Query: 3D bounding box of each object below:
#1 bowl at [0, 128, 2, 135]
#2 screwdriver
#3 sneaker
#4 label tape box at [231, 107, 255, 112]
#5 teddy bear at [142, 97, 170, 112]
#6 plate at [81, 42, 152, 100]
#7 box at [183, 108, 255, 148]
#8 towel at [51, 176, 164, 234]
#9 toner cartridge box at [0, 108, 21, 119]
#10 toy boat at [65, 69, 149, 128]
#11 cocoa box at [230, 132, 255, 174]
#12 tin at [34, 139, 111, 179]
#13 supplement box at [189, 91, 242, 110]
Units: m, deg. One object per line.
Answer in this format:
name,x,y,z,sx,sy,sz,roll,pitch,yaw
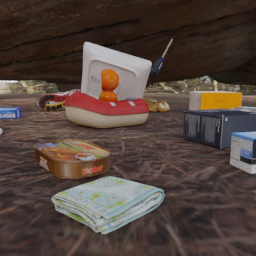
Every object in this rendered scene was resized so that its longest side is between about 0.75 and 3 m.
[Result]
bowl,-4.941,-0.391,7.373,2.919,1.312,2.919,-1,8,0
screwdriver,1.101,-2.165,8.445,0.284,0.272,1.952,36,52,-3
sneaker,-3.396,-1.514,15.163,2.931,1.141,1.204,-4,9,-24
label tape box,4.983,-0.538,10.919,1.096,0.506,1.530,-8,10,-43
teddy bear,1.107,-1.160,14.795,2.223,0.742,1.612,9,18,10
plate,-0.610,-1.730,10.676,2.587,2.582,0.418,19,47,5
box,2.317,-0.039,6.849,1.426,0.742,1.299,-5,10,-27
towel,-0.216,0.791,3.150,0.861,0.242,1.006,9,12,42
toner cartridge box,-5.496,-0.604,11.647,1.848,0.399,0.878,-2,9,-12
toy boat,-0.690,-1.027,9.416,2.889,1.889,1.885,-6,9,-39
cocoa box,2.261,0.379,4.689,0.883,0.579,0.589,-2,9,-14
tin,-0.980,0.489,4.842,0.985,0.368,1.759,-11,13,-32
supplement box,4.126,-1.246,13.628,1.805,1.053,2.864,0,9,3
